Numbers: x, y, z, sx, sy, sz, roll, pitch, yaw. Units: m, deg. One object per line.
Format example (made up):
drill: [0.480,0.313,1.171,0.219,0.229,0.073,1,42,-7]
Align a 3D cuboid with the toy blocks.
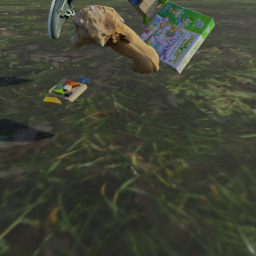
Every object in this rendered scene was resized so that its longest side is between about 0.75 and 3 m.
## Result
toy blocks: [0.598,-4.106,8.353,1.086,1.588,0.794,32,6,-42]

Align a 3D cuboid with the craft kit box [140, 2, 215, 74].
craft kit box: [1.319,-2.694,8.228,1.704,1.726,0.419,36,1,28]

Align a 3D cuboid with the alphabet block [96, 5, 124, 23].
alphabet block: [-0.906,-4.255,11.358,0.953,0.948,0.971,-8,52,-40]

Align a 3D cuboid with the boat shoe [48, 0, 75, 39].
boat shoe: [-2.210,-4.233,9.757,0.740,2.397,0.873,15,12,-7]

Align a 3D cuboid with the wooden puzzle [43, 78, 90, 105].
wooden puzzle: [-1.271,-0.814,5.879,0.670,0.116,0.993,15,48,18]

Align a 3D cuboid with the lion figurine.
lion figurine: [-0.044,-1.836,6.216,2.763,1.001,1.692,17,14,-32]
